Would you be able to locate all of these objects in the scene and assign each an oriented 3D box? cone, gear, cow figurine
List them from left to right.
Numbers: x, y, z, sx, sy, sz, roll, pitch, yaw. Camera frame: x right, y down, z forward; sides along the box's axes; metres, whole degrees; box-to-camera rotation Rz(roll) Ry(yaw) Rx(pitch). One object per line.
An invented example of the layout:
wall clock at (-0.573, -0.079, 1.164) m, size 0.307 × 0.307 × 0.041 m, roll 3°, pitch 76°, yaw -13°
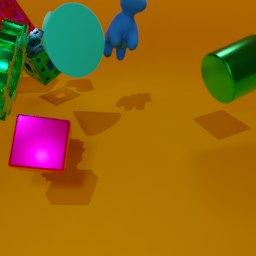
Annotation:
gear at (-2.030, -0.956, 4.705) m, size 0.303 × 1.640 × 1.640 m, roll 14°, pitch 27°, yaw -15°
cone at (-1.694, -2.071, 6.765) m, size 1.603 × 1.597 × 1.597 m, roll 14°, pitch 32°, yaw 42°
cow figurine at (-0.116, -2.937, 7.770) m, size 0.950 × 1.702 × 1.730 m, roll 9°, pitch -12°, yaw -22°

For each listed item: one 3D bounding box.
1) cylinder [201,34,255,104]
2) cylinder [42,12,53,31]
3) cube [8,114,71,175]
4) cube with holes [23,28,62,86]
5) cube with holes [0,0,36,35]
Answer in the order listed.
cylinder at (2.745, -1.463, 6.994) m, size 1.328 × 1.328 × 1.328 m, roll -25°, pitch 36°, yaw -10°
cylinder at (-2.463, -3.510, 9.751) m, size 0.795 × 0.795 × 0.795 m, roll 11°, pitch 20°, yaw -36°
cube at (-1.481, 0.320, 4.889) m, size 0.861 × 0.861 × 0.861 m, roll 7°, pitch -14°, yaw -9°
cube with holes at (-2.874, -2.356, 9.296) m, size 1.144 × 1.144 × 1.144 m, roll 32°, pitch 65°, yaw 28°
cube with holes at (-4.302, -3.491, 9.568) m, size 1.342 × 1.342 × 1.342 m, roll -22°, pitch 30°, yaw 19°
